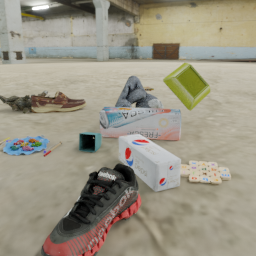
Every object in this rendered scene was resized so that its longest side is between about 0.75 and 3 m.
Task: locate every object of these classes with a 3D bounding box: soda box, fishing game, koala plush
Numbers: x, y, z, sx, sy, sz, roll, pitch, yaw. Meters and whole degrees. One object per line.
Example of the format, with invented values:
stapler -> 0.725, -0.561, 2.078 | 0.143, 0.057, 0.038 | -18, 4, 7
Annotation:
soda box -> 0.439, -0.177, 9.740 | 2.769, 0.947, 0.880 | 2, 17, 6
soda box -> 0.460, 0.780, 7.012 | 0.656, 0.702, 2.061 | -8, 19, -25
fishing game -> -3.159, 0.466, 8.783 | 2.020, 0.314, 1.447 | 5, 20, 17
koala plush -> 0.597, -1.158, 12.152 | 1.920, 1.764, 1.702 | 25, -5, -3

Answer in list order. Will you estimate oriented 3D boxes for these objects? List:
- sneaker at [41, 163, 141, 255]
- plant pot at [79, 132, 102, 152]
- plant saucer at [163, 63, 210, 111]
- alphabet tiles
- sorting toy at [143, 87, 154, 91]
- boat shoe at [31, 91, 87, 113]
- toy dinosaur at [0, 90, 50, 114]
sneaker -> -0.527, 1.288, 4.651 | 0.811, 1.120, 2.293 | 13, 23, 30
plant pot -> -1.109, 0.394, 8.680 | 0.537, 0.538, 0.761 | 5, 9, 16
plant saucer -> 2.017, -1.446, 9.132 | 1.346, 1.348, 0.323 | -40, -3, -32
alphabet tiles -> 1.905, 1.101, 7.018 | 1.230, 0.090, 1.203 | 3, 16, 10
sorting toy -> 1.382, -2.718, 19.510 | 0.504, 0.177, 1.044 | -6, 18, -18
boat shoe -> -3.316, -1.317, 13.531 | 2.626, 0.945, 0.947 | -5, 18, -17
toy dinosaur -> -5.224, -1.206, 13.555 | 2.767, 1.065, 1.415 | -7, 6, -7
